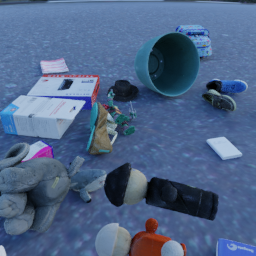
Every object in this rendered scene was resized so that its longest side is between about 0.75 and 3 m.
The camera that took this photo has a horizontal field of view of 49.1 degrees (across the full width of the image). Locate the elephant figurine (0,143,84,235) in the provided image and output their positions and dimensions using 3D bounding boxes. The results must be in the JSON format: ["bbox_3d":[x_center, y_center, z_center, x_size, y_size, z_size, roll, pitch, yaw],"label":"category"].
[{"bbox_3d":[-2.880,1.341,7.192,2.144,1.955,2.764,11,1,-42],"label":"elephant figurine"}]

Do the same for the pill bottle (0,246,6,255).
[{"bbox_3d":[-3.243,2.828,5.363,1.582,0.901,0.901,-7,32,-13],"label":"pill bottle"}]

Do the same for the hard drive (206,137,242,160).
[{"bbox_3d":[3.296,0.686,9.654,0.715,0.137,1.084,-8,32,-13],"label":"hard drive"}]

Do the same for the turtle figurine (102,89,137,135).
[{"bbox_3d":[-0.344,-0.592,11.029,1.501,1.010,2.005,32,19,-30],"label":"turtle figurine"}]

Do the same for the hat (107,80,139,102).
[{"bbox_3d":[-0.285,-1.904,13.277,1.581,0.638,1.581,-6,42,5],"label":"hat"}]

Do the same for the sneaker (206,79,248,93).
[{"bbox_3d":[4.679,-1.956,13.454,1.832,0.703,1.019,17,29,33],"label":"sneaker"}]

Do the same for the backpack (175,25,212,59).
[{"bbox_3d":[4.350,-5.646,18.586,2.434,1.793,2.666,-1,32,-2],"label":"backpack"}]

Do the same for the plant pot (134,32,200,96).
[{"bbox_3d":[1.612,-3.050,13.512,2.838,2.838,2.278,-14,18,-22],"label":"plant pot"}]

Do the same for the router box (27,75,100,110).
[{"bbox_3d":[-2.877,-1.730,13.113,2.831,0.692,2.541,1,31,1],"label":"router box"}]

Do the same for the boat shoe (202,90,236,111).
[{"bbox_3d":[3.940,-1.150,12.274,0.612,0.665,1.861,-19,32,-14],"label":"boat shoe"}]

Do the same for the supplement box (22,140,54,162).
[{"bbox_3d":[-2.983,0.990,8.673,0.625,0.638,1.235,24,38,33],"label":"supplement box"}]

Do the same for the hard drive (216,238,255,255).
[{"bbox_3d":[2.434,3.300,5.149,1.614,0.310,2.446,9,32,15],"label":"hard drive"}]

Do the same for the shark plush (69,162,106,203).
[{"bbox_3d":[-1.461,1.283,8.008,1.953,0.813,0.887,20,37,30],"label":"shark plush"}]

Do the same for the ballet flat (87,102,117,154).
[{"bbox_3d":[-0.888,0.019,10.167,1.015,0.951,2.806,16,29,-14],"label":"ballet flat"}]

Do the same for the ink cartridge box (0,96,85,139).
[{"bbox_3d":[-3.133,-0.421,10.715,2.780,0.927,1.610,6,32,10],"label":"ink cartridge box"}]

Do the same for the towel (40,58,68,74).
[{"bbox_3d":[-4.459,-3.727,16.817,1.486,0.304,2.031,-11,33,-16],"label":"towel"}]

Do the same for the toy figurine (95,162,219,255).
[{"bbox_3d":[0.236,2.259,4.576,1.902,2.733,2.691,14,36,1],"label":"toy figurine"}]
